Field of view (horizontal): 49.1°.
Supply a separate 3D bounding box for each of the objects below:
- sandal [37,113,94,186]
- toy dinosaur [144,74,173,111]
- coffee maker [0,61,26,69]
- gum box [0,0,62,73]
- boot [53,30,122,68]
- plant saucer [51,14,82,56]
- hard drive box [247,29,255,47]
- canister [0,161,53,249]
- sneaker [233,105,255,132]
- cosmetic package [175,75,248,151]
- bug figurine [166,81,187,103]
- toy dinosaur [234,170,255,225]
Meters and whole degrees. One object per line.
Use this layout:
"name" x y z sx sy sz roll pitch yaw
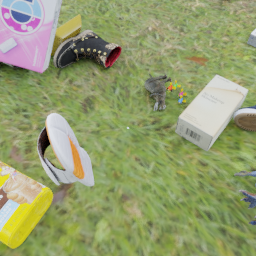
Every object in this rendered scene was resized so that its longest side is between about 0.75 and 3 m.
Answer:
"sandal" -1.055 0.584 4.610 0.626 2.185 0.837 -15 62 -1
"toy dinosaur" 0.889 -1.377 8.960 0.854 0.643 1.669 -22 54 -9
"coffee maker" -4.279 -3.067 9.692 2.256 1.519 2.167 16 54 10
"gum box" -2.234 -2.618 6.026 1.410 2.485 0.822 15 19 -12
"boot" -1.381 -2.583 9.815 1.611 0.783 2.140 28 52 20
"plant saucer" -2.179 -3.220 10.034 0.328 1.356 1.356 44 62 1
"hard drive box" 5.281 -3.329 10.537 1.173 0.450 0.914 36 61 23
"canister" -3.047 1.630 6.598 2.093 0.906 1.554 24 57 15
"sneaker" 4.181 -0.622 8.267 2.393 0.839 1.298 4 58 -6
"cosmetic package" 2.464 -0.491 8.230 1.123 0.793 2.169 32 60 21
"bug figurine" 1.566 -1.148 8.928 0.784 0.202 0.608 50 44 -9
"toy dinosaur" 3.494 1.432 6.166 2.270 2.502 1.314 -24 83 -27
